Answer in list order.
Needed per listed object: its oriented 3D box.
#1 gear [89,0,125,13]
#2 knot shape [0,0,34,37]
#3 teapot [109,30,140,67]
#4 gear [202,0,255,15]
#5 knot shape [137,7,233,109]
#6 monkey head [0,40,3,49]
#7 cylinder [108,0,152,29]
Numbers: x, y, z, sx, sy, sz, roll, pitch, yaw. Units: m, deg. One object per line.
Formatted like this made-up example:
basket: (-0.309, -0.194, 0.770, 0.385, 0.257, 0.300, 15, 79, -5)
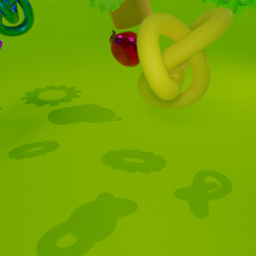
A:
gear: (-0.545, -3.047, 5.942, 1.103, 1.103, 0.204, -22, 11, -33)
knot shape: (-3.132, -3.579, 7.690, 0.890, 1.802, 1.925, 17, -14, -1)
teapot: (0.003, -2.409, 8.276, 1.740, 1.082, 0.852, 35, 68, 21)
gear: (2.055, -2.928, 5.503, 1.410, 1.410, 0.261, -1, -14, -1)
knot shape: (0.693, -1.011, 4.125, 0.846, 1.832, 1.714, 39, 27, 26)
monkey head: (-3.624, -2.094, 6.950, 0.862, 0.722, 1.198, 5, 52, 51)
cylinder: (-0.027, -3.578, 7.871, 1.170, 1.170, 1.170, -14, 37, 11)
